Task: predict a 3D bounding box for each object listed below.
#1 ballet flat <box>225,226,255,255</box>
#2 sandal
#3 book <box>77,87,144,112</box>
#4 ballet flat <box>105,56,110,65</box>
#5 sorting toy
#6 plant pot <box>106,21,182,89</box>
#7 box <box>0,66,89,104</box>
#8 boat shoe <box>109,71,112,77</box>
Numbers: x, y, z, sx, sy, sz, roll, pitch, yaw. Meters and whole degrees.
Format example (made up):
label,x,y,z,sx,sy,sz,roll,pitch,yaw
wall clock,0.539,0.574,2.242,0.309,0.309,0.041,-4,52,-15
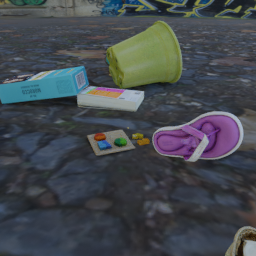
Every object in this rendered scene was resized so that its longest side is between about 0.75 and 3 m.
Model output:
label,x,y,z,sx,sy,sz,roll,pitch,yaw
ballet flat,1.452,2.110,3.186,0.791,0.731,2.346,5,27,9
sandal,1.339,0.328,6.058,0.593,0.982,2.413,-25,3,-37
book,-0.581,-1.123,10.105,2.100,0.505,1.403,7,25,12
ballet flat,0.127,-3.337,14.268,2.698,0.917,0.923,5,15,-13
sorting toy,-0.253,0.293,7.489,1.498,0.201,1.116,-10,28,-19
plant pot,0.514,-2.778,11.549,2.405,2.615,2.615,-21,31,-15
box,-3.038,-1.543,10.026,2.991,0.735,1.230,-4,24,16
boat shoe,-0.328,-2.648,13.264,1.167,0.394,0.420,2,26,3
